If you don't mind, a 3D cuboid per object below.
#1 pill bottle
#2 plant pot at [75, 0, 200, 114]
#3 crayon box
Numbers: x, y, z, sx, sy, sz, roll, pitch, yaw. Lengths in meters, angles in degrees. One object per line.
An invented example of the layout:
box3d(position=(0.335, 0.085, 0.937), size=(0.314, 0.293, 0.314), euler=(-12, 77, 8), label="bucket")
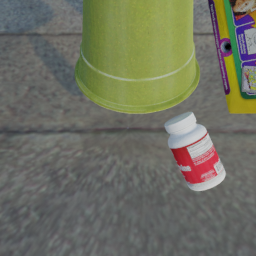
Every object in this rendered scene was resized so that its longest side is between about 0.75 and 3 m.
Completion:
box3d(position=(1.070, 0.368, 4.609), size=(0.665, 0.665, 1.184), euler=(-29, 98, -19), label="pill bottle")
box3d(position=(0.157, -1.786, 4.375), size=(2.305, 2.189, 2.305), euler=(0, 51, 0), label="plant pot")
box3d(position=(2.832, -1.721, 5.020), size=(0.836, 2.867, 2.473), euler=(-23, 15, -32), label="crayon box")
